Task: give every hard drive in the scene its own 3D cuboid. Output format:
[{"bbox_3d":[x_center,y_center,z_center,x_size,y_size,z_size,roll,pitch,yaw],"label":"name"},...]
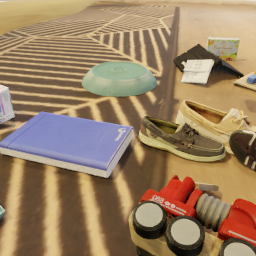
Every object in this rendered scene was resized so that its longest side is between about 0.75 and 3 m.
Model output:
[{"bbox_3d":[-1.488,0.299,7.153,2.816,0.357,1.858,10,32,16],"label":"hard drive"}]

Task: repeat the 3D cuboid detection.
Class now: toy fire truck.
[{"bbox_3d":[1.324,1.424,4.581,1.921,1.404,2.183,17,45,28],"label":"toy fire truck"}]

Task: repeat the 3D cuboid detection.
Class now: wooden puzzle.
[{"bbox_3d":[5.184,-1.795,10.672,1.630,0.407,1.760,-27,40,-37],"label":"wooden puzzle"}]

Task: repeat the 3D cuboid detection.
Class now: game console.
[{"bbox_3d":[3.436,-2.636,12.263,2.115,1.400,2.405,-30,31,8],"label":"game console"}]

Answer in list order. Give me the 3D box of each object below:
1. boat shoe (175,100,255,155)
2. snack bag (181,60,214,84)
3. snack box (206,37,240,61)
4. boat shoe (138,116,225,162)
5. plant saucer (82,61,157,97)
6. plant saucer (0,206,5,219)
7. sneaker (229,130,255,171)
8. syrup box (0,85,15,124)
[{"bbox_3d":[2.527,-0.039,7.119,2.771,0.959,1.022,17,33,24],"label":"boat shoe"},{"bbox_3d":[2.689,-2.224,11.002,1.082,0.123,1.148,10,65,33],"label":"snack bag"},{"bbox_3d":[4.520,-3.808,13.486,1.430,1.017,0.379,3,31,7],"label":"snack box"},{"bbox_3d":[1.299,0.210,6.943,2.214,0.728,0.791,14,33,23],"label":"boat shoe"},{"bbox_3d":[-0.339,-2.066,11.019,2.986,0.537,2.986,0,31,0],"label":"plant saucer"},{"bbox_3d":[-3.330,1.349,5.541,2.266,0.215,0.792,23,38,35],"label":"plant saucer"},{"bbox_3d":[3.516,0.561,6.431,2.210,0.836,1.276,30,35,25],"label":"sneaker"},{"bbox_3d":[-4.715,-0.891,8.570,2.452,0.966,0.999,19,35,28],"label":"syrup box"}]
